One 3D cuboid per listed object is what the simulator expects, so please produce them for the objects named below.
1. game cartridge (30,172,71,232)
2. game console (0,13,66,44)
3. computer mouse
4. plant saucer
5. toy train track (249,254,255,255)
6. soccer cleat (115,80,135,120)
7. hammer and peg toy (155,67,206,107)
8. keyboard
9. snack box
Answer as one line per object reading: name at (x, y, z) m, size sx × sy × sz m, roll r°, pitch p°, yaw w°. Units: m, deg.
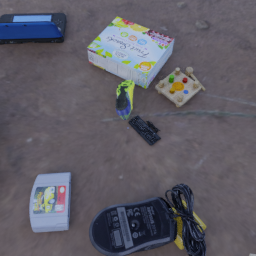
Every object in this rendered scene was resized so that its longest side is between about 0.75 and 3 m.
game cartridge at (-1.947, 1.833, 7.039) m, size 0.971 × 0.298 × 1.459 m, roll -6°, pitch 58°, yaw 1°
game console at (-3.583, -3.766, 9.768) m, size 2.533 × 1.499 × 2.162 m, roll -2°, pitch 59°, yaw -2°
computer mouse at (0.391, 2.340, 6.498) m, size 2.548 × 0.672 × 1.764 m, roll -6°, pitch 60°, yaw -7°
plant saucer at (1.321, 2.297, 6.779) m, size 0.870 × 0.211 × 0.870 m, roll -34°, pitch 64°, yaw -18°
toy train track at (3.609, 2.958, 5.682) m, size 2.199 × 1.261 × 0.358 m, roll 8°, pitch 25°, yaw 6°
soccer cleat at (-0.070, -0.866, 8.331) m, size 0.491 × 0.635 × 1.519 m, roll -6°, pitch 43°, yaw 16°
hammer and peg toy at (1.762, -1.399, 8.864) m, size 1.512 × 0.533 × 1.112 m, roll -39°, pitch 66°, yaw -21°
keyboard at (0.529, -0.009, 8.207) m, size 0.552 × 0.210 × 1.062 m, roll -36°, pitch 66°, yaw -20°
snack box at (0.105, -2.597, 9.459) m, size 2.280 × 0.772 × 1.923 m, roll 27°, pitch 61°, yaw 17°
